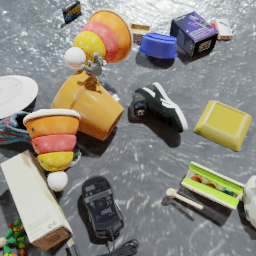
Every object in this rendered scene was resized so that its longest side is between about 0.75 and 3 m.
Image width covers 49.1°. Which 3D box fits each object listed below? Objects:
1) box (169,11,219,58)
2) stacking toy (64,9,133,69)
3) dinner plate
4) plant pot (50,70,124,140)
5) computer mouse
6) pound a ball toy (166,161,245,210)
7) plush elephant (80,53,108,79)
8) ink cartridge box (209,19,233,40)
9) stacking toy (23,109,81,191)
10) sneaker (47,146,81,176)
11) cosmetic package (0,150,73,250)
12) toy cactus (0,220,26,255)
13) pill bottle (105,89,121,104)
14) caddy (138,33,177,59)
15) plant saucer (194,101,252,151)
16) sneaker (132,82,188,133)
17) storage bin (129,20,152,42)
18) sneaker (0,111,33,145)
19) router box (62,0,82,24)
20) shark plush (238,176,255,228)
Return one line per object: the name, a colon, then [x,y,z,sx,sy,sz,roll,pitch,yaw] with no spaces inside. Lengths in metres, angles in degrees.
box: [2.989,-4.330,12.911,1.376,0.970,1.860,-26,61,-16]
stacking toy: [-1.239,-2.861,9.817,2.041,2.041,2.793,24,41,15]
dinner plate: [-5.006,-1.329,10.898,2.931,0.355,2.931,-2,43,2]
plant pot: [-1.301,-0.653,9.915,1.977,2.159,2.159,33,61,4]
computer mouse: [-0.994,2.866,8.392,1.858,0.609,2.646,-25,65,-11]
pound a ball toy: [2.408,1.991,8.852,2.047,0.869,1.334,23,81,20]
plush elephant: [-1.072,-1.994,9.132,0.730,0.887,0.686,-50,30,5]
ink cartridge box: [4.382,-4.820,13.659,1.123,0.285,1.275,0,56,-1]
stacking toy: [-2.132,0.685,8.244,1.681,1.681,2.301,-8,78,-5]
sneaker: [-2.162,1.107,9.502,0.556,0.597,1.383,32,61,18]
cosmetic package: [-2.717,2.119,8.343,0.935,1.384,2.631,-28,62,-13]
toy cactus: [-3.464,3.304,8.117,0.991,0.614,1.200,-11,65,4]
pill bottle: [-0.779,-1.175,11.062,0.951,0.535,0.535,28,61,18]
caddy: [1.349,-3.572,12.460,1.769,0.929,1.251,15,35,10]
plant saucer: [3.625,-0.231,10.503,1.764,0.427,1.763,26,59,16]
sneaker: [1.011,-0.548,10.497,1.444,0.943,2.580,-22,51,-10]
storage bin: [0.554,-4.659,13.415,1.076,0.504,1.068,10,57,7]
sneaker: [-3.918,-0.177,9.855,2.902,1.386,1.151,3,57,4]
router box: [-2.805,-5.811,14.019,0.267,0.781,1.047,33,63,21]
shark plush: [4.187,2.537,8.469,0.999,1.089,2.397,13,46,-29]
